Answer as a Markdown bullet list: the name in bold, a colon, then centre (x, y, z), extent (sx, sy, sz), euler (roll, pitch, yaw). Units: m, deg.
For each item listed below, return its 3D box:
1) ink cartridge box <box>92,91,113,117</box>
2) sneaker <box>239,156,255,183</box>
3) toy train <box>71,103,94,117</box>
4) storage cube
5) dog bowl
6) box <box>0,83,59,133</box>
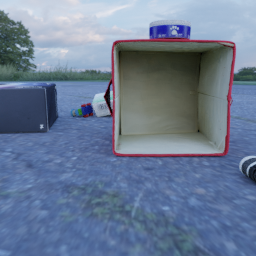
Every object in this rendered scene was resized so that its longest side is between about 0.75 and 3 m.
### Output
- **ink cartridge box**: centre (-0.141, -1.499, 11.746), extent (2.299, 0.716, 2.857), euler (-11, 28, 7)
- **sneaker**: centre (2.538, 0.704, 4.479), extent (1.268, 0.463, 0.709), euler (-8, 15, 1)
- **toy train**: centre (-1.723, -0.703, 11.174), extent (0.685, 0.501, 1.183), euler (-10, 8, 22)
- **storage cube**: centre (0.871, -0.796, 6.792), extent (2.773, 2.370, 2.492), euler (0, 11, 1)
- **dog bowl**: centre (0.857, -1.978, 5.756), extent (0.851, 0.335, 0.851), euler (0, 10, 0)
- **box**: centre (-3.501, -0.715, 8.897), extent (2.239, 1.380, 2.221), euler (-2, 13, -7)
